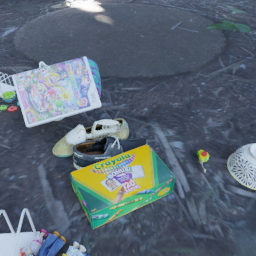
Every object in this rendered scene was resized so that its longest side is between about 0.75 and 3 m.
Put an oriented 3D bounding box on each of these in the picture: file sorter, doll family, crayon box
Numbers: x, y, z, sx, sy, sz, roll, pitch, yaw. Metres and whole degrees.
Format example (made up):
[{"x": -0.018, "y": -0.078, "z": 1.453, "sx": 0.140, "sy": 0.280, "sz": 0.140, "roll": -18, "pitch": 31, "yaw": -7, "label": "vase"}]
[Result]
[{"x": -6.206, "y": -2.152, "z": 13.421, "sx": 1.331, "sy": 0.829, "sz": 0.923, "roll": 18, "pitch": 43, "yaw": 20, "label": "file sorter"}, {"x": -1.820, "y": 3.203, "z": 6.722, "sx": 1.943, "sy": 0.876, "sz": 1.206, "roll": 24, "pitch": 45, "yaw": 12, "label": "doll family"}, {"x": -3.596, "y": 2.994, "z": 6.632, "sx": 2.471, "sy": 1.539, "sz": 1.715, "roll": -3, "pitch": 39, "yaw": -3, "label": "file sorter"}, {"x": -0.172, "y": 1.709, "z": 8.724, "sx": 2.803, "sy": 0.817, "sz": 1.665, "roll": -19, "pitch": 43, "yaw": -21, "label": "crayon box"}]

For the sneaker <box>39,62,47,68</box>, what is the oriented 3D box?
[{"x": -3.843, "y": -2.574, "z": 13.936, "sx": 0.790, "sy": 0.833, "sz": 2.069, "roll": -30, "pitch": 50, "yaw": -34, "label": "sneaker"}]

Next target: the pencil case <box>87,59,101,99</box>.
[{"x": -1.928, "y": -2.248, "z": 13.230, "sx": 1.246, "sy": 1.148, "sz": 2.697, "roll": 30, "pitch": 28, "yaw": -29, "label": "pencil case"}]

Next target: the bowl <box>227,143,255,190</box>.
[{"x": 4.410, "y": 1.096, "z": 9.435, "sx": 1.895, "sy": 0.889, "sz": 1.895, "roll": -1, "pitch": 39, "yaw": 0, "label": "bowl"}]

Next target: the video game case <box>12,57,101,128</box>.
[{"x": -2.382, "y": -1.240, "z": 9.462, "sx": 2.555, "sy": 0.230, "sz": 1.830, "roll": -17, "pitch": 85, "yaw": -10, "label": "video game case"}]

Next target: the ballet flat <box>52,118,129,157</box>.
[{"x": -1.384, "y": 0.238, "z": 10.410, "sx": 2.957, "sy": 1.045, "sz": 1.045, "roll": -13, "pitch": 41, "yaw": -15, "label": "ballet flat"}]

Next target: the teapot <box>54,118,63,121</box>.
[{"x": -3.039, "y": -0.743, "z": 11.876, "sx": 0.837, "sy": 0.611, "sz": 0.826, "roll": -30, "pitch": 48, "yaw": -32, "label": "teapot"}]

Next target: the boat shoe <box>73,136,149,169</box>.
[{"x": -0.550, "y": 0.752, "z": 9.841, "sx": 2.776, "sy": 0.938, "sz": 0.997, "roll": -10, "pitch": 39, "yaw": -14, "label": "boat shoe"}]

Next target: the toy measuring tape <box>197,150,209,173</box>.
[{"x": 2.704, "y": 1.136, "z": 9.813, "sx": 0.377, "sy": 0.377, "sz": 1.025, "roll": -1, "pitch": 40, "yaw": -2, "label": "toy measuring tape"}]

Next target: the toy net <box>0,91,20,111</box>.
[{"x": -4.700, "y": -1.194, "z": 12.588, "sx": 2.084, "sy": 0.403, "sz": 1.093, "roll": 2, "pitch": 39, "yaw": 2, "label": "toy net"}]
